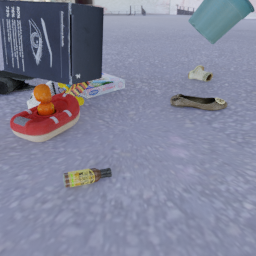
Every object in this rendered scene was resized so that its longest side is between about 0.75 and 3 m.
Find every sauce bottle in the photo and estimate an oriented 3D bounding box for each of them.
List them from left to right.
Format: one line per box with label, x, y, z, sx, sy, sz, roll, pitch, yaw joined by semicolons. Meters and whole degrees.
sauce bottle;-0.835;1.000;5.825;0.996;0.322;0.322;-9;28;-16

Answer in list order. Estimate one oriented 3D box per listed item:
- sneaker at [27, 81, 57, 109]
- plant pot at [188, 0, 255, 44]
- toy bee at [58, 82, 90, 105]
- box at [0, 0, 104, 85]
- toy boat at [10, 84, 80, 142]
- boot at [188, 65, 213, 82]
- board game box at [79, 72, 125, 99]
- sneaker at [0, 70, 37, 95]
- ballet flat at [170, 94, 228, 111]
sneaker;-2.973;-1.146;9.785;0.776;0.720;1.915;-8;26;2
plant pot;2.603;-3.314;8.144;1.419;1.389;1.419;37;23;-18
toy bee;-2.012;-1.112;9.651;1.085;1.657;0.901;32;56;-10
box;-1.756;-2.008;6.452;2.215;1.639;1.155;17;24;27
toy boat;-2.286;-0.585;7.842;1.338;1.340;2.051;14;30;27
boot;3.387;-2.435;12.562;0.952;0.444;1.231;19;38;35
board game box;-1.422;-1.811;11.369;1.864;0.384;1.869;-22;34;-37
sneaker;-5.096;-1.892;11.139;2.715;0.815;1.416;11;29;11
ballet flat;2.402;-0.920;9.520;1.916;0.444;0.646;5;27;10
